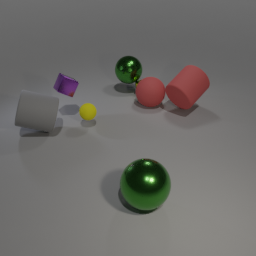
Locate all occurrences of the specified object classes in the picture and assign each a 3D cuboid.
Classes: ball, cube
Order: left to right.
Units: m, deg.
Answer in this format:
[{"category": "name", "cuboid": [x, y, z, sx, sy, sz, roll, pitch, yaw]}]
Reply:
[{"category": "cube", "cuboid": [-2.575, -1.780, 11.633, 0.700, 0.700, 0.700, 19, 11, -36]}, {"category": "ball", "cuboid": [-1.620, -0.658, 11.327, 0.700, 0.700, 0.700, 0, 31, 0]}, {"category": "ball", "cuboid": [0.033, -2.951, 14.220, 1.400, 1.400, 1.400, 0, 31, 0]}, {"category": "ball", "cuboid": [0.476, 1.533, 7.679, 1.400, 1.400, 1.400, 0, 31, 0]}, {"category": "ball", "cuboid": [1.054, -1.689, 13.123, 1.400, 1.400, 1.400, 0, 31, 0]}]

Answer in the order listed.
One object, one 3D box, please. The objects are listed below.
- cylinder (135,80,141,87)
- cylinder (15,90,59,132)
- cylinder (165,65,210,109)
[{"category": "cylinder", "cuboid": [0.762, -2.051, 14.278, 0.700, 0.700, 0.700, -11, 24, 5]}, {"category": "cylinder", "cuboid": [-3.506, -0.637, 10.814, 1.400, 1.400, 1.400, 12, 27, -19]}, {"category": "cylinder", "cuboid": [2.595, -1.778, 12.252, 1.400, 1.400, 1.400, -46, 48, -17]}]
